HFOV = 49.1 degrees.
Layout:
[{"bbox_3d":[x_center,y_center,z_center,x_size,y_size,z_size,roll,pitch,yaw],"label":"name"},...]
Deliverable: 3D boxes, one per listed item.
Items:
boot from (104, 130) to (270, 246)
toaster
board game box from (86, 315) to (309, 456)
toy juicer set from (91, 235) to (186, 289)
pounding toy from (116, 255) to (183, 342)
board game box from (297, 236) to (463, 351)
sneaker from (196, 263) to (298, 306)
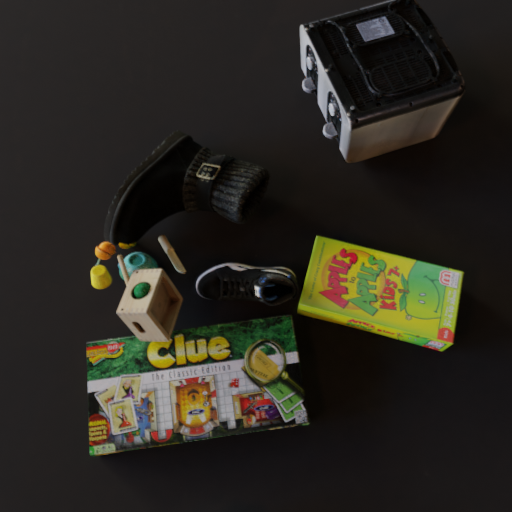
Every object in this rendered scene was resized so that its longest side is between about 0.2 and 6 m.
[{"bbox_3d":[-1.346,-1.084,11.422,2.365,1.190,3.163,29,65,10],"label":"boot"},{"bbox_3d":[2.730,-3.932,12.268,3.148,1.868,2.847,-19,70,-7],"label":"toaster"},{"bbox_3d":[-1.147,2.418,10.633,4.027,0.472,2.110,-8,67,-3],"label":"board game box"},{"bbox_3d":[-2.422,0.079,11.545,1.896,0.516,1.206,-5,50,-6],"label":"toy juicer set"},{"bbox_3d":[-2.109,0.782,10.493,0.897,1.262,1.162,-3,50,21],"label":"pounding toy"},{"bbox_3d":[2.437,0.738,11.113,2.955,0.704,1.501,14,70,5],"label":"board game box"},{"bbox_3d":[-0.180,0.572,10.862,2.019,1.129,0.738,-4,99,-2],"label":"sneaker"}]
